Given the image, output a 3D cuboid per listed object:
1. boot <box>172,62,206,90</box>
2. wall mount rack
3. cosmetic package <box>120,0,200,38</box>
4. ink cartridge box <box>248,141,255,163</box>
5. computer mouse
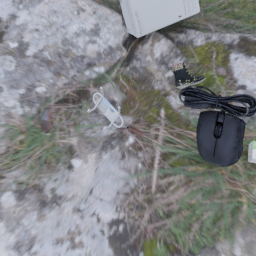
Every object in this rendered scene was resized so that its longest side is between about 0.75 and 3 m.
[{"bbox_3d":[1.646,-1.476,7.614,0.885,0.320,0.669,-19,104,-5],"label":"boot"},{"bbox_3d":[-0.545,-0.504,7.106,1.147,0.996,0.428,47,41,10],"label":"wall mount rack"},{"bbox_3d":[0.933,-3.696,8.324,2.162,1.220,0.877,-28,37,-9],"label":"cosmetic package"},{"bbox_3d":[3.518,0.666,7.038,0.870,0.293,0.510,11,66,5],"label":"ink cartridge box"},{"bbox_3d":[1.929,0.185,6.185,1.614,2.330,0.614,13,54,31],"label":"computer mouse"}]
